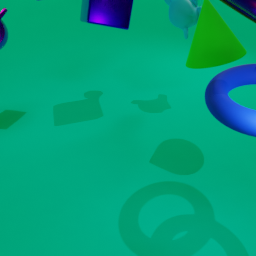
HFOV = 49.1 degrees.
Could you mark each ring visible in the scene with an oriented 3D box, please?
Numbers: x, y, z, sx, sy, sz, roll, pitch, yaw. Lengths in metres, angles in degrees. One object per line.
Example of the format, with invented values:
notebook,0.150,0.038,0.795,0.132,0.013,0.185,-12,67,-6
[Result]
ring,2.171,-2.319,5.102,2.036,0.407,2.036,25,28,-14
ring,2.276,-0.517,4.644,1.948,0.390,1.948,-5,39,4

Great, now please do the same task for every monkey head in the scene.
monkey head,1.880,-3.822,9.617,1.060,1.265,1.758,-24,80,-8

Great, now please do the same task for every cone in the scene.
cone,2.038,-2.449,6.918,1.517,1.523,1.517,-15,23,6

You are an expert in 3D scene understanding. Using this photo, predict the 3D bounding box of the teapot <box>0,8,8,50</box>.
teapot,-3.708,-2.487,7.344,1.678,1.044,0.822,-57,31,-10

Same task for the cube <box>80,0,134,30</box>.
cube,-0.697,-4.020,9.037,1.369,1.369,1.369,3,21,-21
